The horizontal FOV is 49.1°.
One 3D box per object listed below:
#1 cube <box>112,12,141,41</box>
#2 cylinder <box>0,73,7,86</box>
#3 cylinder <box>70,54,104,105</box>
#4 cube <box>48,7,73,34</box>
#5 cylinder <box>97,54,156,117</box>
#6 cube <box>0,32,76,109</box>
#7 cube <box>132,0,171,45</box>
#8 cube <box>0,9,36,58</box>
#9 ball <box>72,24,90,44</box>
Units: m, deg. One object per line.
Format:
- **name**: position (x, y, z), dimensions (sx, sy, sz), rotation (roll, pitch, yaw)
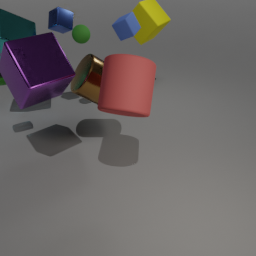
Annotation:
- **cube**: position (-0.059, -3.919, 10.821), dimensions (0.700, 0.700, 0.700), rotation (-8, 38, 38)
- **cylinder**: position (-4.134, -1.749, 9.165), dimensions (0.700, 0.700, 0.700), rotation (-16, 33, -31)
- **cylinder**: position (-0.976, -1.531, 9.362), dimensions (1.400, 1.400, 1.400), rotation (24, 16, -31)
- **cube**: position (-2.624, -4.186, 10.925), dimensions (0.700, 0.700, 0.700), rotation (2, -1, 45)
- **cylinder**: position (-0.028, -1.073, 7.445), dimensions (1.400, 1.400, 1.400), rotation (8, -3, 0)
- **cube**: position (-2.571, -1.585, 7.842), dimensions (1.400, 1.400, 1.400), rotation (-28, -3, -35)
- **cube**: position (0.912, -5.145, 13.518), dimensions (1.400, 1.400, 1.400), rotation (50, 45, -3)
- **cube**: position (-4.419, -3.300, 10.611), dimensions (1.400, 1.400, 1.400), rotation (10, 58, -42)
- **ball**: position (-1.787, -3.583, 10.691), dimensions (0.700, 0.700, 0.700), rotation (0, 29, 0)
